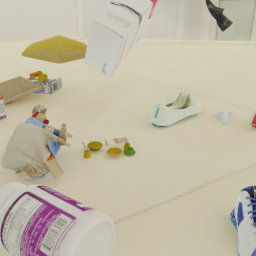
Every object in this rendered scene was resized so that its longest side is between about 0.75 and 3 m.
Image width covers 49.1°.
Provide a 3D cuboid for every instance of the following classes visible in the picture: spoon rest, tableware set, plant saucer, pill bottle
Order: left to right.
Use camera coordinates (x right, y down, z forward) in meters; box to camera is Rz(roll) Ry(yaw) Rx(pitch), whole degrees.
[{"bbox_3d":[-1.156,1.390,3.928,1.794,1.007,1.007,15,26,33],"label":"pill bottle"},{"bbox_3d":[-2.753,-3.162,11.270,2.173,0.527,2.173,-3,1,31],"label":"plant saucer"},{"bbox_3d":[-0.502,0.563,7.173,1.303,0.200,0.878,-6,25,-17],"label":"tableware set"},{"bbox_3d":[3.295,-0.458,9.498,0.590,0.360,1.187,5,23,13],"label":"spoon rest"}]

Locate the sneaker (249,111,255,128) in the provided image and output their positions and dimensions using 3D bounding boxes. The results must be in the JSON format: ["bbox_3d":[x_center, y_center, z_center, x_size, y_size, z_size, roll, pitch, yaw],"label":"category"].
[{"bbox_3d":[4.638,-0.306,8.667,1.895,0.730,0.805,-9,28,-21],"label":"sneaker"}]

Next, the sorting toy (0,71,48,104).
[{"bbox_3d":[-4.636,-1.738,12.079,2.107,0.379,2.828,24,42,37],"label":"sorting toy"}]

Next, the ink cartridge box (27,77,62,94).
[{"bbox_3d":[-4.414,-2.044,13.192,2.307,0.581,1.257,4,22,8],"label":"ink cartridge box"}]

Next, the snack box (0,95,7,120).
[{"bbox_3d":[-5.726,-0.497,8.847,2.253,0.904,2.672,12,26,26],"label":"snack box"}]

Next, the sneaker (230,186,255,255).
[{"bbox_3d":[1.914,1.367,4.169,0.601,0.859,1.488,0,21,4],"label":"sneaker"}]

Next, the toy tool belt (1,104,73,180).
[{"bbox_3d":[-1.920,0.381,6.544,1.296,1.317,2.110,27,21,-11],"label":"toy tool belt"}]

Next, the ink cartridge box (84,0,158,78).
[{"bbox_3d":[-0.238,-3.526,10.016,1.209,2.075,2.867,31,58,1],"label":"ink cartridge box"}]

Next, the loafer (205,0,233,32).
[{"bbox_3d":[2.951,-3.751,9.132,0.428,1.183,0.430,-33,8,26],"label":"loafer"}]

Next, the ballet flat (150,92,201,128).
[{"bbox_3d":[1.766,-0.769,9.537,0.952,0.952,2.741,17,27,37],"label":"ballet flat"}]
